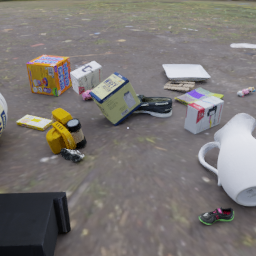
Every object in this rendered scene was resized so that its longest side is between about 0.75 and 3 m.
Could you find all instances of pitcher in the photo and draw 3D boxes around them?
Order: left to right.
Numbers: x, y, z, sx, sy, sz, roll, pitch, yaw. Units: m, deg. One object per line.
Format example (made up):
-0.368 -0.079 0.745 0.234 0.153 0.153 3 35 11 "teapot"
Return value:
2.642 0.905 7.011 1.287 1.822 2.123 31 37 -25 "pitcher"

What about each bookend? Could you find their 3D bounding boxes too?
-2.322 2.308 4.666 2.392 1.102 2.377 -1 32 -4 "bookend"

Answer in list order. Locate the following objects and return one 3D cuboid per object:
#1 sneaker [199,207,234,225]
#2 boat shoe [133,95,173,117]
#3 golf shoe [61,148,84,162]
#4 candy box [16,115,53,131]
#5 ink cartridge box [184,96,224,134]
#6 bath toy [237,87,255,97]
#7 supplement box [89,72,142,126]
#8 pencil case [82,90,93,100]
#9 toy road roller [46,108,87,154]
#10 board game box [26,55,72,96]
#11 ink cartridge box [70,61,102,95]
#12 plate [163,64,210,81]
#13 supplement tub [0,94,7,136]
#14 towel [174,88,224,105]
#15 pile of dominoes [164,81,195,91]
1.929 1.880 6.132 0.811 0.340 0.311 -7 31 -12 "sneaker"
0.569 -0.951 10.569 2.251 0.679 0.851 6 31 10 "boat shoe"
-1.617 0.772 8.130 0.755 0.294 0.357 20 19 27 "golf shoe"
-3.266 -0.192 9.811 1.135 0.150 0.580 12 35 21 "candy box"
2.583 -0.454 9.493 1.270 0.925 0.526 -20 36 -29 "ink cartridge box"
5.042 -1.532 11.947 0.806 0.350 0.298 -19 58 -21 "bath toy"
-0.421 -1.004 9.699 1.249 1.248 0.839 -40 41 -10 "supplement box"
-1.387 -1.413 11.610 1.052 0.455 0.436 -8 69 -13 "pencil case"
-2.051 0.149 8.560 1.069 0.900 1.465 -32 42 -25 "toy road roller"
-3.385 -2.319 12.229 1.331 1.332 1.331 9 32 15 "board game box"
-1.456 -1.787 9.944 1.058 0.766 0.446 -34 60 -27 "ink cartridge box"
2.812 -2.711 13.852 2.016 0.326 2.011 0 30 -2 "plate"
-4.578 -0.084 7.963 1.857 1.857 2.561 -3 30 -5 "supplement tub"
2.930 -1.239 11.529 1.786 0.203 1.282 -22 36 -32 "towel"
2.313 -1.844 12.682 1.334 0.212 1.040 9 32 31 "pile of dominoes"
